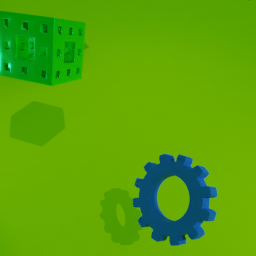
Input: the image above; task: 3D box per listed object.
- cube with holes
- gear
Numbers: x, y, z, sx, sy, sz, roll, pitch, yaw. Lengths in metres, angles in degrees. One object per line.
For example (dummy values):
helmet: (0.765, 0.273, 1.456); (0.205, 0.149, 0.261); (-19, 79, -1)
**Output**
cube with holes: (-1.566, -1.485, 5.211); (1.095, 1.095, 1.095); (13, 20, 15)
gear: (0.642, 1.015, 4.072); (1.254, 0.232, 1.254); (-12, 70, 36)
